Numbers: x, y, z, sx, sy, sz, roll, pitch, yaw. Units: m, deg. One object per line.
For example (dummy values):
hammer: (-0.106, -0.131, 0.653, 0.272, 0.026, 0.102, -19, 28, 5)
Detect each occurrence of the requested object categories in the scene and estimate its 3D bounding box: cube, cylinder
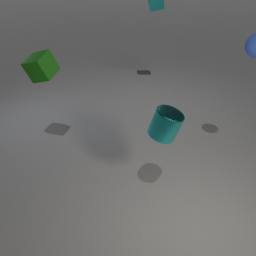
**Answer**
cube: (-2.643, -1.869, 8.511, 0.700, 0.700, 0.700, -2, 44, 28)
cube: (1.324, -6.094, 13.337, 0.700, 0.700, 0.700, -9, 53, 7)
cylinder: (0.899, -0.088, 6.692, 0.700, 0.700, 0.700, 15, 33, -10)

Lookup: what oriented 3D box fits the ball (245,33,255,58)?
ball: (3.669, -2.324, 7.888, 0.700, 0.700, 0.700, 0, 30, 0)
